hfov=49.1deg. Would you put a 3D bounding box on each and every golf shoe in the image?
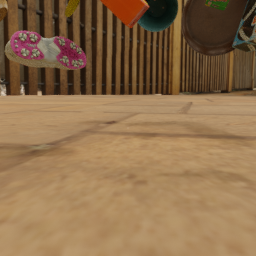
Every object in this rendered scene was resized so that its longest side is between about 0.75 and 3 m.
[{"bbox_3d":[-1.192,-1.090,4.119,1.215,0.458,0.556,4,-8,-44],"label":"golf shoe"}]

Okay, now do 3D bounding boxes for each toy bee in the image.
[{"bbox_3d":[-0.614,-2.610,4.207,1.544,2.359,1.282,-24,27,16],"label":"toy bee"}]

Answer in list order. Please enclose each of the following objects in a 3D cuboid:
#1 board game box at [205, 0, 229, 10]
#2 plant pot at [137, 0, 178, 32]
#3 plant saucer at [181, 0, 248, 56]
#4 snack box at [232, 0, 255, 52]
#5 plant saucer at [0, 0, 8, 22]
[{"bbox_3d":[1.960,-2.900,5.739,0.451,0.141,0.944,18,-36,2],"label":"board game box"},{"bbox_3d":[0.833,-3.546,8.232,1.270,1.270,0.855,1,26,9],"label":"plant pot"},{"bbox_3d":[2.559,-3.139,7.909,2.199,2.199,0.353,-1,36,-5],"label":"plant saucer"},{"bbox_3d":[3.404,-2.684,6.123,0.516,1.616,2.782,17,4,-9],"label":"snack box"},{"bbox_3d":[-3.716,-3.205,7.908,0.167,0.941,0.941,44,3,-9],"label":"plant saucer"}]
